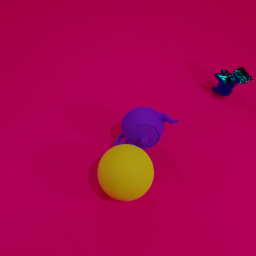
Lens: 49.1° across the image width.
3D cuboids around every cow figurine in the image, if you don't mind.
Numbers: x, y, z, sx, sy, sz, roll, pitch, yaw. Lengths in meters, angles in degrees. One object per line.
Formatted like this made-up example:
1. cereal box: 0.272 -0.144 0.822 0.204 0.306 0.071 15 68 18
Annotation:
1. cow figurine: 2.980 -1.295 8.039 0.582 1.061 1.044 -27 47 -28

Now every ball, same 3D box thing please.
1. ball: -0.053 1.013 6.404 1.276 1.276 1.276 0 56 0

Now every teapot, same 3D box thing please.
1. teapot: 0.424 0.035 6.932 1.767 1.099 0.865 -26 34 19
